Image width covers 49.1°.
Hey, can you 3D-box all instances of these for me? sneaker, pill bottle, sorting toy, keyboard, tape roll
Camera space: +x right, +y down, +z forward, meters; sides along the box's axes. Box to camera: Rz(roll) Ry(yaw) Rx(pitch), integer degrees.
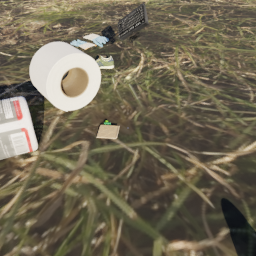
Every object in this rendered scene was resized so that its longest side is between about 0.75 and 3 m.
[{"bbox_3d":[-1.269,-2.950,12.480,1.285,0.577,0.431,-4,36,-6],"label":"sneaker"},{"bbox_3d":[-3.914,0.185,7.310,2.738,1.559,1.559,-15,38,-19],"label":"pill bottle"},{"bbox_3d":[-0.591,0.048,8.734,0.644,0.128,0.871,0,39,8],"label":"sorting toy"},{"bbox_3d":[0.144,-3.662,10.108,0.222,1.041,1.733,-13,4,-32],"label":"keyboard"},{"bbox_3d":[-2.148,-1.790,9.648,2.042,2.042,1.402,-24,43,-29],"label":"tape roll"}]

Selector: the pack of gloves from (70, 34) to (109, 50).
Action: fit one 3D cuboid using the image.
[{"bbox_3d":[-2.026,-4.488,14.938,1.617,0.380,1.925,-30,39,-25],"label":"pack of gloves"}]
